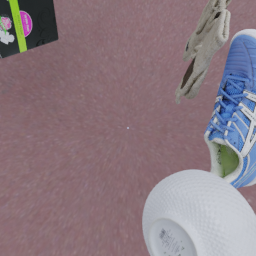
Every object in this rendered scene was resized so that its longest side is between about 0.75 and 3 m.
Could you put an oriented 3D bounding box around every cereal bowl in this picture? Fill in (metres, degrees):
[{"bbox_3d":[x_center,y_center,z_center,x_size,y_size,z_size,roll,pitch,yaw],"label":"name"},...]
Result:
[{"bbox_3d":[0.932,1.701,4.321,0.835,2.004,2.004,-11,64,-42],"label":"cereal bowl"}]

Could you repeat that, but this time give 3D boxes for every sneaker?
[{"bbox_3d":[2.057,-0.198,5.025,1.154,1.134,2.995,-15,108,-33],"label":"sneaker"}]

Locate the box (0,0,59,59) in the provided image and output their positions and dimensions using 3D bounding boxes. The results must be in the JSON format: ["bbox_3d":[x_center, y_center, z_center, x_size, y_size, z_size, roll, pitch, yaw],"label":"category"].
[{"bbox_3d":[-3.036,-3.271,6.753,1.579,2.541,1.887,21,41,28],"label":"box"}]

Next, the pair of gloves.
[{"bbox_3d":[1.762,-1.905,6.298,0.460,2.231,2.624,21,53,-3],"label":"pair of gloves"}]
